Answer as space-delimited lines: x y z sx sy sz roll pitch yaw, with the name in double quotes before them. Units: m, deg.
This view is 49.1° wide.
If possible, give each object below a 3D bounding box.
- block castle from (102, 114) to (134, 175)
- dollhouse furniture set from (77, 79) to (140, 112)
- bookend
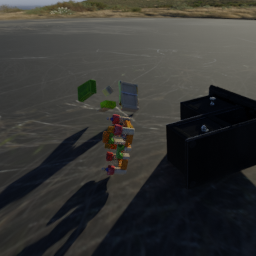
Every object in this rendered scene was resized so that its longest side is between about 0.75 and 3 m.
"block castle" -0.261 0.351 6.036 0.554 1.181 0.789 6 25 -10
"dollhouse furniture set" -0.579 -1.009 9.068 1.973 0.986 0.762 6 -18 -39
"bookend" 1.830 0.006 6.823 2.498 1.158 2.514 -14 26 -17
